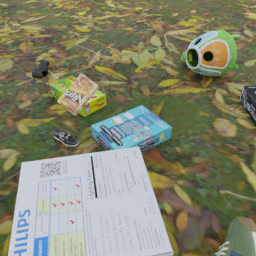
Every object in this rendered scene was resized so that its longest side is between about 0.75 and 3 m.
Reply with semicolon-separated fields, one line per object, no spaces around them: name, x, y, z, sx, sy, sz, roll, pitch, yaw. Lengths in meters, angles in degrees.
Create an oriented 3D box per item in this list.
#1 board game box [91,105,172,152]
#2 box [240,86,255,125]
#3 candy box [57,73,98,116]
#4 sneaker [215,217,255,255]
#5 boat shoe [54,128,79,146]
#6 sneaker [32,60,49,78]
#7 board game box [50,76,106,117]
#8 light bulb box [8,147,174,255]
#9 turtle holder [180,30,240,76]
board game box;0.116;0.132;9.696;2.226;0.522;1.681;-24;44;-27
box;6.114;-0.741;10.621;2.936;0.731;2.315;-1;39;-2
candy box;-1.367;-0.918;7.703;0.601;0.288;1.041;36;76;3
sneaker;1.956;2.995;5.690;1.299;0.970;2.894;12;43;7
boat shoe;-2.143;0.307;9.648;1.049;0.317;0.388;25;45;28
sneaker;-4.079;-2.794;13.525;0.608;0.509;1.340;17;47;5
board game box;-2.085;-1.372;11.588;1.161;0.544;2.285;-32;48;-34
light bulb box;-0.836;2.103;6.181;2.852;1.780;2.827;-7;39;-8
turtle holder;3.657;-3.533;13.068;1.955;2.091;2.753;-16;44;-17
